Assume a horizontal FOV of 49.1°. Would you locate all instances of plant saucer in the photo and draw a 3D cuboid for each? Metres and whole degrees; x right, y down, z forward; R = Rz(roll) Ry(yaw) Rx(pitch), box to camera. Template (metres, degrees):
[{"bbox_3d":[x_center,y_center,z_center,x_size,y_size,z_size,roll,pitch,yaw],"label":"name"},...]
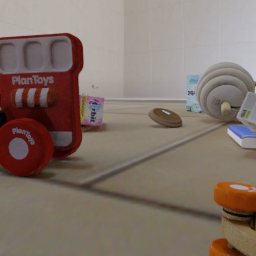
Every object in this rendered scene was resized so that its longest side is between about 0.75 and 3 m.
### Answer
[{"bbox_3d":[1.061,-0.314,7.842,0.999,0.147,0.999,12,26,-6],"label":"plant saucer"}]

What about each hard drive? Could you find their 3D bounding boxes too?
[{"bbox_3d":[2.620,0.151,5.394,1.116,0.215,1.692,2,7,12],"label":"hard drive"}]

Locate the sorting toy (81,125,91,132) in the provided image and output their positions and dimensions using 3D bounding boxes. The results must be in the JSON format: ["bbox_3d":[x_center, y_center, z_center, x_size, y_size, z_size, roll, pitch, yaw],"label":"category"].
[{"bbox_3d":[-1.565,0.029,6.754,0.949,0.171,1.274,7,9,16],"label":"sorting toy"}]

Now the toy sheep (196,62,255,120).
[{"bbox_3d":[3.139,-1.131,8.965,1.998,1.998,2.897,2,25,12],"label":"toy sheep"}]

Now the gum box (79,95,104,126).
[{"bbox_3d":[-1.309,-0.501,7.683,1.241,0.723,2.187,6,3,-6],"label":"gum box"}]

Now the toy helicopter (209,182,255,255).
[{"bbox_3d":[1.027,0.567,1.599,1.113,0.439,0.736,2,3,-41],"label":"toy helicopter"}]

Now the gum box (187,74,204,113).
[{"bbox_3d":[3.270,-1.630,13.226,0.391,1.754,1.490,-3,8,-15],"label":"gum box"}]

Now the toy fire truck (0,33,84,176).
[{"bbox_3d":[-1.522,-0.357,3.688,1.999,1.679,1.121,2,8,14],"label":"toy fire truck"}]

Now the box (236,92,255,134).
[{"bbox_3d":[2.045,-0.167,4.221,0.788,0.443,0.400,27,-2,-43],"label":"box"}]
